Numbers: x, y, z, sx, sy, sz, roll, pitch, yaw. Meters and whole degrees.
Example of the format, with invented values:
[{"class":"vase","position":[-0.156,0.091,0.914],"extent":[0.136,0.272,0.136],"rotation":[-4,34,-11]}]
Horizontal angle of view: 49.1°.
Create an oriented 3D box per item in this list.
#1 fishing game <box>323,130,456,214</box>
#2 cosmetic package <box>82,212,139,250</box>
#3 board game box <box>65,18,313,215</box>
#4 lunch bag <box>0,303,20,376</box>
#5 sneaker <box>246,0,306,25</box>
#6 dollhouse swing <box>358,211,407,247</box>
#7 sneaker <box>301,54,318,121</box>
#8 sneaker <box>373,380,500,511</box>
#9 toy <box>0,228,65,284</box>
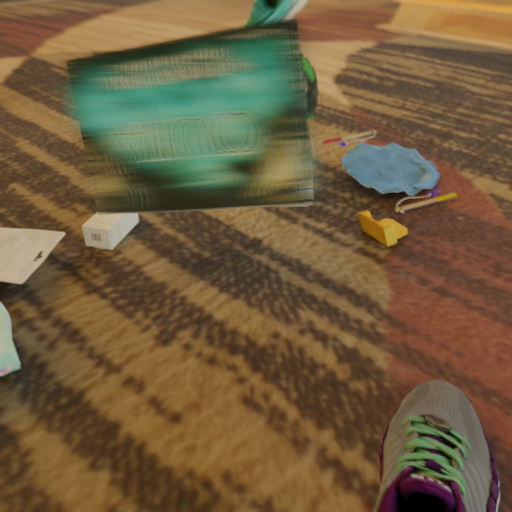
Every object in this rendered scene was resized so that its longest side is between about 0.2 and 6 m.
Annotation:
[{"class":"fishing game","position":[3.049,-1.971,12.893],"extent":[2.237,0.486,3.123],"rotation":[-18,45,-24]},{"class":"cosmetic package","position":[-2.801,-0.625,10.846],"extent":[0.593,0.467,1.102],"rotation":[10,35,16]},{"class":"board game box","position":[-1.003,-1.847,8.124],"extent":[3.588,2.427,0.505],"rotation":[-1,17,25]},{"class":"lunch bag","position":[-4.201,1.193,7.434],"extent":[1.818,1.302,2.135],"rotation":[-18,32,-26]},{"class":"sneaker","position":[0.145,-4.455,10.463],"extent":[0.857,2.210,0.880],"rotation":[44,40,11]},{"class":"dollhouse swing","position":[2.485,-0.635,10.785],"extent":[0.636,0.657,0.723],"rotation":[-35,43,-12]},{"class":"sneaker","position":[-0.368,-3.105,10.181],"extent":[3.398,1.326,1.447],"rotation":[24,39,32]},{"class":"sneaker","position":[1.831,2.290,5.540],"extent":[1.331,1.566,3.578],"rotation":[12,36,17]},{"class":"toy","position":[-4.777,0.086,9.676],"extent":[2.597,0.613,1.495],"rotation":[7,37,9]}]
